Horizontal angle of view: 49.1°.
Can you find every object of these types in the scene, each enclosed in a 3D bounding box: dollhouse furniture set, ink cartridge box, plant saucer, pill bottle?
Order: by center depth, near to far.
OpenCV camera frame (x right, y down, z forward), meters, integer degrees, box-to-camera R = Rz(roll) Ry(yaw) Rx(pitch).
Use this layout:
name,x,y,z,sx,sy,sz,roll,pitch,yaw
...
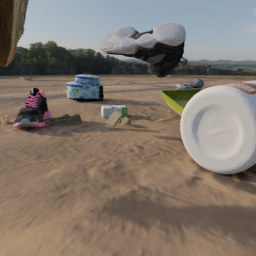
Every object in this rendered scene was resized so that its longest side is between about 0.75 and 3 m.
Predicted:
name,x,y,z,sx,sy,sz,roll,pitch,yaw
pill bottle,2.599,-0.170,6.070,1.659,1.659,2.957,13,18,43
dollhouse furniture set,-0.223,-0.125,9.135,0.734,0.507,0.778,34,-3,29
plant saucer,2.502,-0.794,10.299,2.085,0.499,2.082,-6,33,-27
ink cartridge box,-0.538,-0.643,10.817,0.940,0.390,0.689,-3,13,-11

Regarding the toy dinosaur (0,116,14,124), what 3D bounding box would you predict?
name,x,y,z,sx,sy,sz,roll,pitch,yaw
toy dinosaur,-4.157,-0.234,9.635,0.813,0.237,0.411,-6,28,6

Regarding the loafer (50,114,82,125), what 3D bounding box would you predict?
name,x,y,z,sx,sy,sz,roll,pitch,yaw
loafer,-2.101,-0.319,9.505,1.052,0.367,0.396,-4,14,-17

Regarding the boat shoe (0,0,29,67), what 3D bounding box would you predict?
name,x,y,z,sx,sy,sz,roll,pitch,yaw
boat shoe,-3.738,-3.216,9.057,0.938,2.600,0.844,32,31,16

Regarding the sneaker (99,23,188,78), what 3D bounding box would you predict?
name,x,y,z,sx,sy,sz,roll,pitch,yaw
sneaker,0.513,-2.292,8.741,2.717,1.546,1.025,0,56,21

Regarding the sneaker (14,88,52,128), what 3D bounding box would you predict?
name,x,y,z,sx,sy,sz,roll,pitch,yaw
sneaker,-3.217,-0.723,9.442,1.005,1.213,2.544,0,15,-8

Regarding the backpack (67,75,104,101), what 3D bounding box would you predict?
name,x,y,z,sx,sy,sz,roll,pitch,yaw
backpack,-2.374,-2.205,15.275,1.901,1.397,1.740,-4,13,-14

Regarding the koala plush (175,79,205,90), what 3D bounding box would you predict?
name,x,y,z,sx,sy,sz,roll,pitch,yaw
koala plush,2.473,-1.286,11.858,1.433,1.383,1.559,-7,9,25
